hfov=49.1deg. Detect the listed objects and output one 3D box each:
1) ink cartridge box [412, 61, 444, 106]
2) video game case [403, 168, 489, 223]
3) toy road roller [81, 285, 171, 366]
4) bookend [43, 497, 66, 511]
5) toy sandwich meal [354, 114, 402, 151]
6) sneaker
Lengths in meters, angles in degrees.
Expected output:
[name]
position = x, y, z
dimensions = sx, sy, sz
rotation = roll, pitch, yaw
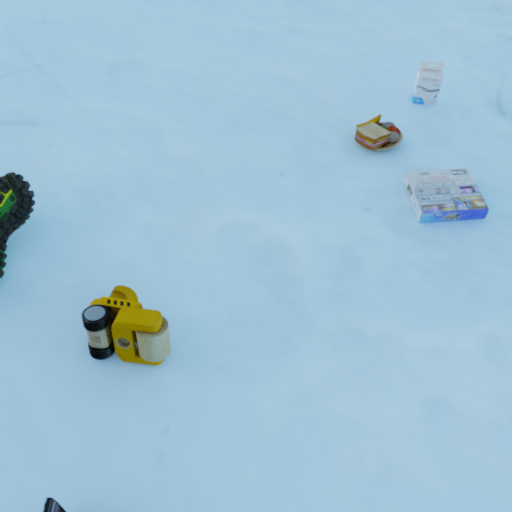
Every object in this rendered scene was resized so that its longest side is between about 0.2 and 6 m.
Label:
[ink cartridge box]
position = 3.891, -3.899, 12.675
dimensions = 0.539, 0.931, 0.311
rotation = 8, 51, 7
[video game case]
position = 3.638, -1.179, 10.812
dimensions = 1.297, 0.295, 1.175
rotation = -4, 50, -3
[toy road roller]
position = -1.939, 1.007, 8.655
dimensions = 1.407, 0.864, 1.027
rotation = 8, 39, 7
[bookend]
position = -1.500, 3.854, 6.212
dimensions = 1.968, 0.906, 1.955
rotation = 2, 50, 1
[toy sandwich meal]
position = 2.591, -2.634, 11.934
dimensions = 1.106, 0.379, 1.106
rotation = -2, 47, 2
[sneaker]
position = -4.908, -0.181, 9.678
dimensions = 1.188, 1.088, 2.789
rotation = -6, 49, 31
